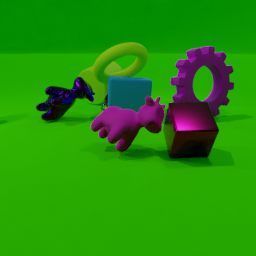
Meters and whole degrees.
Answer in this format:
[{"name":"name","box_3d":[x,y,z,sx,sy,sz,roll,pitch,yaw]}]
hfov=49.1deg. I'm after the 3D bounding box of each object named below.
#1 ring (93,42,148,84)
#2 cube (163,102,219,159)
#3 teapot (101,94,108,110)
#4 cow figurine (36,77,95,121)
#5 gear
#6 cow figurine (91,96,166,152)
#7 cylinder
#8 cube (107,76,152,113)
[{"name":"ring","box_3d":[-0.229,-2.034,9.006,1.877,0.375,1.877,-20,-19,-7]},{"name":"cube","box_3d":[1.204,0.042,5.557,0.809,0.809,0.809,-1,47,-5]},{"name":"teapot","box_3d":[-0.523,-1.021,9.738,0.538,1.100,0.684,38,-12,17]},{"name":"cow figurine","box_3d":[-1.809,-0.859,8.401,1.495,1.519,0.834,-10,60,-51]},{"name":"gear","box_3d":[2.222,-1.301,8.234,2.075,2.075,0.384,-8,13,-25]},{"name":"cow figurine","box_3d":[0.044,-0.183,5.748,1.350,1.329,0.741,32,-10,40]},{"name":"cylinder","box_3d":[-1.008,-1.774,10.789,1.354,1.354,1.354,10,31,30]},{"name":"cube","box_3d":[0.008,-0.893,8.348,1.177,1.177,1.177,1,13,-6]}]
